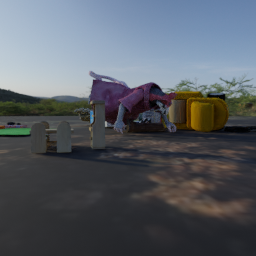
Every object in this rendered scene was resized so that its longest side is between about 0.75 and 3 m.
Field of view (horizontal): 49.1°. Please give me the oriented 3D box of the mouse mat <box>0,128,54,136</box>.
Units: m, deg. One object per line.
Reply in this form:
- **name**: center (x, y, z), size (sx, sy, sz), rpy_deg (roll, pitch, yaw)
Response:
- **mouse mat**: center (-3.355, 0.106, 8.167), size (2.043, 0.096, 2.539), rpy_deg (0, 4, 10)

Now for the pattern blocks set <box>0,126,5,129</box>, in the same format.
- **pattern blocks set**: center (-5.269, -0.019, 9.316), size (2.132, 0.197, 2.425), rpy_deg (-2, 4, -29)

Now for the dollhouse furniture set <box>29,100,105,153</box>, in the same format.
- **dollhouse furniture set**: center (-0.983, -0.057, 4.603), size (1.173, 0.779, 1.028), rpy_deg (-1, 3, -12)

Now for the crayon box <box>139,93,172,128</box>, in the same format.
- **crayon box**: center (1.480, -0.656, 10.684), size (2.109, 1.339, 0.536), rpy_deg (1, 4, -12)

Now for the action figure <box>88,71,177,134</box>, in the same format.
- **action figure**: center (0.278, -0.844, 8.208), size (1.907, 2.120, 2.847), rpy_deg (3, -9, -44)

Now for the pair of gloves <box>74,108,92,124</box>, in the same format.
- **pair of gloves**: center (-1.034, -0.728, 12.714), size (2.338, 0.410, 1.988), rpy_deg (-12, -13, 16)

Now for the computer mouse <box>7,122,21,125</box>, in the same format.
- **computer mouse**: center (-5.151, -0.154, 12.697), size (0.257, 0.149, 0.878), rpy_deg (-14, -6, 15)

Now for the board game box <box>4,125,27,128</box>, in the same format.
- **board game box**: center (-4.557, -0.066, 11.261), size (0.850, 0.083, 0.438), rpy_deg (0, 4, 0)

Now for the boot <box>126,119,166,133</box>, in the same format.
- **boot**: center (0.577, -0.041, 8.483), size (1.247, 0.401, 1.163), rpy_deg (4, 5, 0)

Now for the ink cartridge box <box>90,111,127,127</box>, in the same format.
- **ink cartridge box**: center (-0.678, -0.375, 11.207), size (1.155, 0.676, 1.598), rpy_deg (-1, 1, -30)

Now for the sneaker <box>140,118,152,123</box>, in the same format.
- **sneaker**: center (0.542, -0.087, 9.580), size (0.451, 0.415, 1.127), rpy_deg (-13, -4, 13)

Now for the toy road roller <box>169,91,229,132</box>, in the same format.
- **toy road roller**: center (2.194, -0.492, 9.045), size (2.017, 1.240, 1.473), rpy_deg (4, 15, 25)

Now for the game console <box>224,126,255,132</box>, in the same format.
- **game console**: center (3.794, 0.030, 8.752), size (1.414, 0.170, 0.834), rpy_deg (-2, 3, -4)
